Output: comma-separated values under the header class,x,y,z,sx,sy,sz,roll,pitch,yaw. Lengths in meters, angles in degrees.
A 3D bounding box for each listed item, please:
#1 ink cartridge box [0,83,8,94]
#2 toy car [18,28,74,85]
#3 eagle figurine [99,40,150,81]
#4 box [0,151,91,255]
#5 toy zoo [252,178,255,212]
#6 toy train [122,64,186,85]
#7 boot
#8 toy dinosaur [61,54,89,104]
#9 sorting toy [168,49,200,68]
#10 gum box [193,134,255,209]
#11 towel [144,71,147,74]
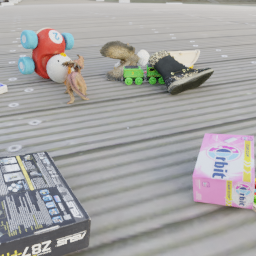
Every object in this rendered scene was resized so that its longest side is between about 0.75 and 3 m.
class,x,y,z,sx,sy,sz,roll,pitch,yaw
ink cartridge box,-5.610,-1.438,10.568,1.448,0.344,1.466,21,37,31
toy car,-2.870,-2.751,11.450,2.362,2.089,2.177,37,33,30
eagle figurine,-0.185,-2.938,12.312,1.514,1.506,1.995,39,29,15
box,-2.081,1.275,4.801,2.090,0.637,2.593,-5,22,-31
toy zoo,2.808,1.327,5.754,1.136,0.116,0.745,-16,32,-26
toy train,1.128,-2.231,11.504,2.793,0.788,0.583,-3,29,-4
boot,2.093,-2.365,10.959,2.359,0.852,1.782,-23,67,-29
toy dinosaur,-1.896,-1.741,9.970,0.896,1.416,2.089,-6,30,-11
sorting toy,2.420,-3.377,13.634,1.697,0.907,1.528,-3,21,-4
gum box,2.103,0.791,6.019,1.093,0.637,1.926,2,27,22
towel,1.295,-2.605,12.885,0.727,0.113,1.005,21,35,34
